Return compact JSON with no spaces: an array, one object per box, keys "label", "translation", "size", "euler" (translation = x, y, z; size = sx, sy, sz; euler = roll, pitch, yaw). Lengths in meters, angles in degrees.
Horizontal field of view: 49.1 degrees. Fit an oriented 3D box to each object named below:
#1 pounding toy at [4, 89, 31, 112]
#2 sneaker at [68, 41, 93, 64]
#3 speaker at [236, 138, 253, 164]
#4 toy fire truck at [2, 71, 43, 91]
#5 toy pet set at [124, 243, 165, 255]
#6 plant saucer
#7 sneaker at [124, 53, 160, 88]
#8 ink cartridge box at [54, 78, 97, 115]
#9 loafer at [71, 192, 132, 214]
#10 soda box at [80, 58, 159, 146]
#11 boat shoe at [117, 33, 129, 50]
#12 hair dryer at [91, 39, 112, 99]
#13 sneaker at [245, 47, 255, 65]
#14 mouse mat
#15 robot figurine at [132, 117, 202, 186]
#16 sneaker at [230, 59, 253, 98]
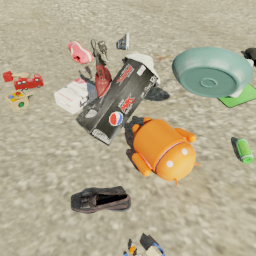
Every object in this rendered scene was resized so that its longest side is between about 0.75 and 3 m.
[{"label":"pounding toy","translation":[-4.735,-1.254,12.182],"size":[0.847,0.654,0.921],"euler":[-35,55,-29]},{"label":"sneaker","translation":[-2.723,-4.004,14.856],"size":[0.855,0.726,1.970],"euler":[-33,54,-27]},{"label":"speaker","translation":[4.276,0.835,10.295],"size":[0.419,0.419,0.946],"euler":[0,45,0]},{"label":"toy fire truck","translation":[-5.010,-2.318,13.390],"size":[1.776,0.433,1.252],"euler":[-13,47,-13]},{"label":"toy pet set","translation":[0.535,3.580,7.680],"size":[0.868,0.494,0.930],"euler":[-49,52,3]},{"label":"plant saucer","translation":[2.157,-1.328,7.415],"size":[2.108,2.108,0.379],"euler":[13,71,12]},{"label":"sneaker","translation":[0.957,-2.983,13.624],"size":[1.187,1.021,2.804],"euler":[-23,48,-18]},{"label":"ink cartridge box","translation":[-2.291,-1.426,12.352],"size":[1.111,0.647,1.534],"euler":[29,52,26]},{"label":"loafer","translation":[-0.852,2.244,8.753],"size":[1.929,0.608,0.693],"euler":[-1,45,-1]},{"label":"soda box","translation":[-0.281,-0.806,8.512],"size":[2.591,0.821,0.917],"euler":[-53,36,1]},{"label":"boat shoe","translation":[-0.278,-4.971,15.951],"size":[0.645,0.503,1.421],"euler":[3,47,-3]},{"label":"hair dryer","translation":[-0.917,-1.708,8.847],"size":[0.575,2.115,1.611],"euler":[-7,17,11]},{"label":"sneaker","translation":[6.634,-3.705,14.695],"size":[0.709,0.594,1.563],"euler":[-22,47,-11]},{"label":"mouse mat","translation":[4.968,-1.693,13.036],"size":[2.105,0.079,1.694],"euler":[-18,48,-18]},{"label":"robot figurine","translation":[1.238,0.715,9.609],"size":[1.908,1.547,2.652],"euler":[-5,39,-40]},{"label":"sneaker","translation":[4.647,-2.460,13.073],"size":[1.707,1.132,3.000],"euler":[21,43,25]}]
